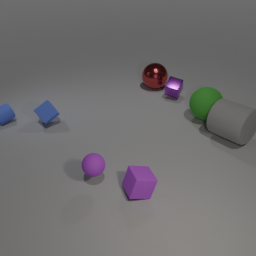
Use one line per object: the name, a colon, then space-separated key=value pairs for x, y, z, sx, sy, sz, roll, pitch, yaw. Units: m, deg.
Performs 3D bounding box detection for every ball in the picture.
ball: x=-1.020 y=1.085 z=8.278 sx=0.700 sy=0.700 sz=0.700 roll=0 pitch=31 yaw=0
ball: x=3.302 y=-1.038 z=11.821 sx=1.400 sy=1.400 sz=1.400 roll=0 pitch=31 yaw=0
ball: x=1.442 y=-2.784 z=15.031 sx=1.400 sy=1.400 sz=1.400 roll=0 pitch=31 yaw=0

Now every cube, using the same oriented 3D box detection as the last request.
cube: x=-3.384 y=-0.660 z=11.714 sx=0.700 sy=0.700 sz=0.700 roll=-39 pitch=4 yaw=-6
cube: x=0.336 y=1.592 z=8.229 sx=0.700 sy=0.700 sz=0.700 roll=7 pitch=26 yaw=-26
cube: x=2.283 y=-2.015 z=13.896 sx=0.700 sy=0.700 sz=0.700 roll=22 pitch=67 yaw=19

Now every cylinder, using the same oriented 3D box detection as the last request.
cylinder: x=-5.302 y=-0.593 z=11.927 sx=0.700 sy=0.700 sz=0.700 roll=27 pitch=52 yaw=37
cylinder: x=3.952 y=-0.253 z=10.572 sx=1.400 sy=1.400 sz=1.400 roll=-23 pitch=36 yaw=-33
